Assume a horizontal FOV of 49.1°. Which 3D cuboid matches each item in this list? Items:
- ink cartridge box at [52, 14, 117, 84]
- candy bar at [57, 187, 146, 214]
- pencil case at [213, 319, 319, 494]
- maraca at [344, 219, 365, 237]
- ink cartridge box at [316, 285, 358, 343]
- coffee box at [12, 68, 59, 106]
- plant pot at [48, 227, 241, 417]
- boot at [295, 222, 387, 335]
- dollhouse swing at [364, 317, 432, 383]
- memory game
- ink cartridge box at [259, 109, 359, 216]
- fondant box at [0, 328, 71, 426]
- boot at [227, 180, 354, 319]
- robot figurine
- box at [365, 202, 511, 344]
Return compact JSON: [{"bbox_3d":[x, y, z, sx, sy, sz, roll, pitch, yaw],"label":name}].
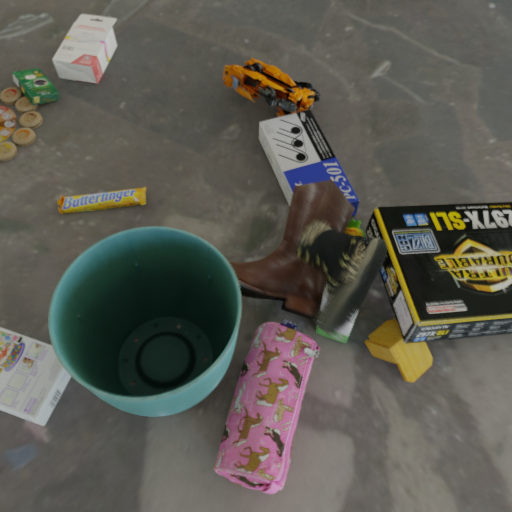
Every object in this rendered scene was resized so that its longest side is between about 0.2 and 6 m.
[{"bbox_3d":[-3.976,-4.938,13.295,1.000,0.579,1.717,11,61,7],"label":"ink cartridge box"},{"bbox_3d":[-3.071,-1.099,11.172,1.779,0.197,0.444,-7,58,-5],"label":"candy bar"},{"bbox_3d":[0.194,2.286,8.602,1.050,1.097,2.536,27,59,-14],"label":"pencil case"},{"bbox_3d":[1.739,-0.294,10.487,0.659,0.514,0.961,-23,42,26],"label":"maraca"},{"bbox_3d":[1.476,0.674,9.368,0.591,1.401,1.023,20,61,12],"label":"ink cartridge box"},{"bbox_3d":[-5.016,-3.852,12.740,0.656,0.235,1.068,-25,60,-35],"label":"coffee box"},{"bbox_3d":[-1.520,1.221,8.609,2.652,2.128,2.652,0,59,0],"label":"plant pot"},{"bbox_3d":[1.086,0.287,8.549,1.256,0.600,1.663,24,73,35],"label":"boot"},{"bbox_3d":[2.429,1.606,9.465,0.836,0.735,0.760,-32,25,-30],"label":"dollhouse swing"},{"bbox_3d":[-5.928,-2.883,12.283,2.446,0.156,2.446,0,58,0],"label":"memory game"},{"bbox_3d":[1.012,-1.787,11.341,1.183,0.556,2.516,-16,62,-10],"label":"ink cartridge box"},{"bbox_3d":[-3.926,1.927,9.154,1.599,0.466,1.154,17,60,9],"label":"fondant box"},{"bbox_3d":[0.434,-0.392,9.889,2.291,0.790,2.459,22,76,-11],"label":"boot"},{"bbox_3d":[0.373,-3.673,12.375,2.119,0.617,1.536,36,44,20],"label":"robot figurine"},{"bbox_3d":[3.681,0.199,9.759,3.019,0.745,2.410,-3,52,-11],"label":"box"}]
